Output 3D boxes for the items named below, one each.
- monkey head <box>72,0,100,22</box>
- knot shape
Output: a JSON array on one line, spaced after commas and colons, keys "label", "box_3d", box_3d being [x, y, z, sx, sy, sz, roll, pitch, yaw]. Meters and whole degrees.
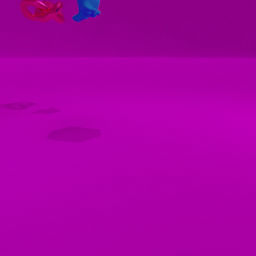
[{"label": "monkey head", "box_3d": [-1.367, -3.848, 8.767, 0.993, 0.832, 1.381, -18, 1, 22]}, {"label": "knot shape", "box_3d": [-2.964, -4.057, 9.697, 1.469, 0.725, 1.570, 3, 20, -8]}]
